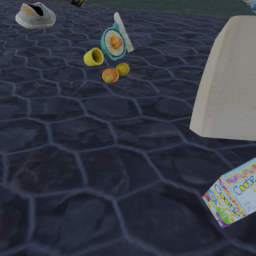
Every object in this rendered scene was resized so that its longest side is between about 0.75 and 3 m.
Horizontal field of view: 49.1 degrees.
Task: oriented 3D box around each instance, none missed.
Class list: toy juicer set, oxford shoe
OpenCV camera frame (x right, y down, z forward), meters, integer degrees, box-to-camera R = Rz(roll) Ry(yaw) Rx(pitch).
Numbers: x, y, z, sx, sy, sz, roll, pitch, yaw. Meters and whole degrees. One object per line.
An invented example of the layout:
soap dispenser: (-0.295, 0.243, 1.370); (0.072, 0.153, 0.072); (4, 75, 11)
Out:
toy juicer set: (-0.232, -1.972, 7.091); (0.513, 1.199, 1.884); (-6, 46, 45)
oxford shoe: (-2.789, -3.652, 8.906); (0.832, 0.639, 2.214); (32, 26, -8)

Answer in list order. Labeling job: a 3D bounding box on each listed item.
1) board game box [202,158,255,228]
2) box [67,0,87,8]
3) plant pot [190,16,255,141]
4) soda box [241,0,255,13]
board game box: (1.302, 0.804, 3.320); (0.474, 0.905, 0.466); (-24, 64, -12)
box: (-1.054, -4.327, 7.913); (0.459, 1.868, 1.505); (40, 15, -13)
plant pot: (2.175, -0.741, 4.637); (2.020, 1.788, 2.017); (3, 3, 7)
soda box: (3.637, -3.603, 6.872); (0.653, 0.703, 2.054); (45, 63, 4)
